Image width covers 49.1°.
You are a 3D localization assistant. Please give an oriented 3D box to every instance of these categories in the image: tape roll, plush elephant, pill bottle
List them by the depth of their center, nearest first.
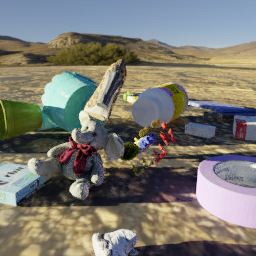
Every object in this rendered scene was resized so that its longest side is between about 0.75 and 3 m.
[{"bbox_3d":[2.339,1.156,5.521,1.899,0.623,1.899,-1,15,0],"label":"tape roll"},{"bbox_3d":[-0.951,0.462,6.207,1.509,1.418,1.832,26,20,25],"label":"plush elephant"},{"bbox_3d":[1.278,-0.897,11.041,1.535,1.535,2.945,8,18,26],"label":"pill bottle"}]

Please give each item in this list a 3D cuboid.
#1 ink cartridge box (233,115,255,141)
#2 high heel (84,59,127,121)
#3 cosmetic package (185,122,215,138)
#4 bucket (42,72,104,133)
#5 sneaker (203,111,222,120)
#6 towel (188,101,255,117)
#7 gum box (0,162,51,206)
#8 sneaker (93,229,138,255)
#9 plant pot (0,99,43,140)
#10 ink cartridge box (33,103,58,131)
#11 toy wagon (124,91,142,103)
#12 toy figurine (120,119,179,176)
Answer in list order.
[{"bbox_3d":[4.395,0.014,9.539,1.461,0.605,1.065,5,17,17],"label":"ink cartridge box"},{"bbox_3d":[-0.631,-1.090,8.548,0.792,1.581,2.218,27,-17,-11],"label":"high heel"},{"bbox_3d":[2.523,0.073,9.831,0.939,0.335,0.476,12,20,36],"label":"cosmetic package"},{"bbox_3d":[-1.807,-0.818,9.931,2.150,2.150,1.399,-14,30,-40],"label":"bucket"},{"bbox_3d":[3.719,-0.569,12.137,0.399,0.341,0.916,-5,16,-34],"label":"sneaker"},{"bbox_3d":[4.184,-0.919,13.061,2.069,0.341,2.857,0,13,-24],"label":"towel"},{"bbox_3d":[-2.595,1.157,6.075,1.379,0.307,1.172,5,17,19],"label":"gum box"},{"bbox_3d":[-0.078,1.740,3.868,0.602,0.393,1.047,-10,15,-22],"label":"sneaker"},{"bbox_3d":[-3.588,-0.339,9.309,1.284,1.333,1.333,-8,18,-37],"label":"plant pot"},{"bbox_3d":[-3.361,-0.477,10.997,2.090,0.798,1.426,-13,20,-33],"label":"ink cartridge box"},{"bbox_3d":[0.769,-1.693,15.757,1.966,0.501,2.534,3,17,13],"label":"toy wagon"},{"bbox_3d":[0.387,0.621,7.538,1.745,0.920,1.045,-35,-4,-30],"label":"toy figurine"}]
